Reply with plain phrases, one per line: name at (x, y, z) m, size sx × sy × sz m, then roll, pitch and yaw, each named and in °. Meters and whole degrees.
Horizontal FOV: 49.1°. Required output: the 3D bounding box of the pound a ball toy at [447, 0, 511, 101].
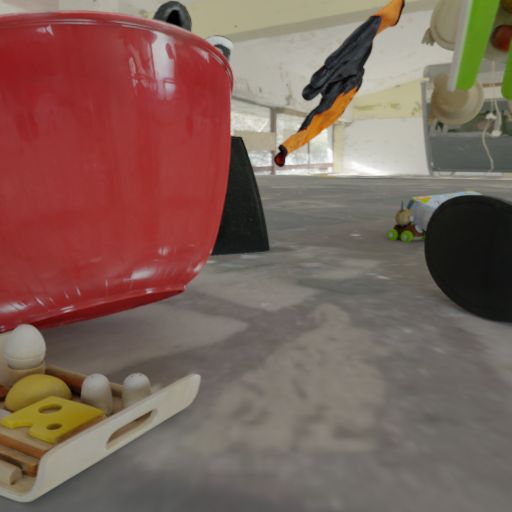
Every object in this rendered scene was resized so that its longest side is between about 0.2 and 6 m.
pound a ball toy at (3.640, -2.953, 7.315) m, size 1.790 × 1.166 × 2.746 m, roll 22°, pitch -19°, yaw 21°

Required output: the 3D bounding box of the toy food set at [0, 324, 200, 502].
toy food set at (-1.275, 0.755, 3.216) m, size 1.563 × 0.472 × 1.121 m, roll 6°, pitch 11°, yaw 29°

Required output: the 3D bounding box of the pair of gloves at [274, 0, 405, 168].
pair of gloves at (1.501, -3.079, 10.292) m, size 2.720 × 0.377 × 3.053 m, roll -45°, pitch -8°, yaw -21°

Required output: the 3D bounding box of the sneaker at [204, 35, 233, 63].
sneaker at (-1.277, -3.940, 12.095) m, size 0.740 × 0.793 × 2.001 m, roll 14°, pitch -23°, yaw -38°

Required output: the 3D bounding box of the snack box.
snack box at (3.843, -0.695, 10.199) m, size 1.407 × 0.565 × 1.668 m, roll -8°, pitch 21°, yaw -17°

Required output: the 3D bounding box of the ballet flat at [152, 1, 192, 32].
ballet flat at (-1.916, -3.250, 10.440) m, size 0.972 × 2.924 × 0.831 m, roll 15°, pitch 18°, yaw -7°

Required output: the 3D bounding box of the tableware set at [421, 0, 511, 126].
tableware set at (4.334, -3.522, 9.923) m, size 2.959 × 2.472 × 0.343 m, roll 12°, pitch 8°, yaw 32°

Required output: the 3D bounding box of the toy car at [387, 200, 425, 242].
toy car at (2.825, -0.667, 10.437) m, size 0.618 × 0.752 × 0.593 m, roll -9°, pitch 14°, yaw -42°

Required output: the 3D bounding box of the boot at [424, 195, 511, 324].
boot at (3.726, 0.152, 5.552) m, size 2.891 × 1.149 × 3.320 m, roll 0°, pitch 13°, yaw -32°

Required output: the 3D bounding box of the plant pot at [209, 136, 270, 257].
plant pot at (-1.134, -1.075, 9.522) m, size 2.139 × 1.897 × 2.134 m, roll -5°, pitch 11°, yaw -21°

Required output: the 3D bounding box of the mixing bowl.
mixing bowl at (-1.540, -0.350, 4.682) m, size 3.192 × 1.729 × 3.192 m, roll -14°, pitch -5°, yaw -1°
